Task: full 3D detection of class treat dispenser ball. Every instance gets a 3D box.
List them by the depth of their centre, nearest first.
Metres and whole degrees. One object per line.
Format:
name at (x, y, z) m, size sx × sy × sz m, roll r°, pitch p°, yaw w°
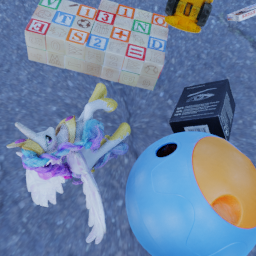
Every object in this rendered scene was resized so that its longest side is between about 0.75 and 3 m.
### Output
treat dispenser ball at (1.048, 1.148, 4.558) m, size 2.187 × 2.187 × 2.187 m, roll 0°, pitch 62°, yaw 0°

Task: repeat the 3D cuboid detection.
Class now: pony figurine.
pony figurine at (-0.763, 0.447, 4.209) m, size 1.640 × 1.901 × 1.969 m, roll 13°, pitch 32°, yaw 31°

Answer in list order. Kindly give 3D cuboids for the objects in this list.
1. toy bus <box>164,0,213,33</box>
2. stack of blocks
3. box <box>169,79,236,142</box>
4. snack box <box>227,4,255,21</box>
toy bus at (1.154, -2.295, 4.815) m, size 0.724 × 1.067 × 1.024 m, roll 22°, pitch 33°, yaw 7°
stack of blocks at (-0.616, -2.080, 6.453) m, size 2.916 × 0.854 × 1.679 m, roll 13°, pitch 57°, yaw -5°
box at (1.673, -0.327, 6.137) m, size 1.080 × 0.761 × 1.459 m, roll -7°, pitch 34°, yaw 34°
snack box at (3.041, -2.826, 6.661) m, size 1.280 × 0.156 × 0.460 m, roll -24°, pitch 27°, yaw -9°
